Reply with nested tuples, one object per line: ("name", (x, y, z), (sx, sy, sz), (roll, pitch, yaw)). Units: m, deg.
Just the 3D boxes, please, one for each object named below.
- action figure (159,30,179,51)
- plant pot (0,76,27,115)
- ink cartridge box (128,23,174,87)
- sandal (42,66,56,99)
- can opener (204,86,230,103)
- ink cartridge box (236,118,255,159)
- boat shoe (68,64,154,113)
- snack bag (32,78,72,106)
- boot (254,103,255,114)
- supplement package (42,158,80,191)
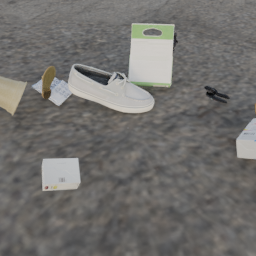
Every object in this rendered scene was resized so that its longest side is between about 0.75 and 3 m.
("action figure", (1.560, -3.352, 11.437), (0.786, 1.541, 0.916), (7, 59, -7))
("plant pot", (-3.760, -1.085, 8.434), (1.031, 1.126, 1.126), (23, 32, -23))
("ink cartridge box", (0.842, -2.608, 10.159), (1.565, 2.150, 0.516), (4, 3, 6))
("sandal", (-2.671, -1.534, 9.067), (0.430, 1.172, 0.386), (-17, 46, -44))
("can opener", (2.853, -1.025, 9.011), (0.446, 0.359, 1.133), (16, 19, -27))
("ink cartridge box", (3.624, 0.259, 7.506), (0.928, 0.547, 1.611), (3, 24, 39))
("boat shoe", (-0.495, -1.359, 9.061), (2.902, 0.994, 1.045), (20, 46, 4))
("snack bag", (-2.585, -1.401, 9.840), (1.174, 0.126, 1.107), (35, 43, -2))
("boot", (4.159, -0.414, 8.254), (0.681, 0.880, 0.324), (-20, 10, 27))
("supplement package", (-1.533, 1.054, 6.372), (0.787, 0.437, 0.613), (1, 60, -21))
